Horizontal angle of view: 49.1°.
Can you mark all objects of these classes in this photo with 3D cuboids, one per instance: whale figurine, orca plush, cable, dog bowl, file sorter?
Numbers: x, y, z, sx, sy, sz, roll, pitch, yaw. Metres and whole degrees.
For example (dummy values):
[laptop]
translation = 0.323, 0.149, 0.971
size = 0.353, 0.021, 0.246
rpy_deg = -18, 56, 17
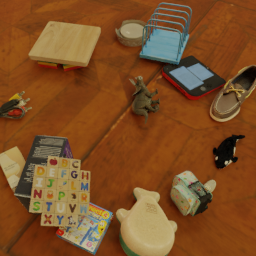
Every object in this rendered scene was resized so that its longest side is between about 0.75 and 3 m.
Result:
[whale figurine]
translation = 0.449, 2.615, 7.585
size = 1.712, 1.116, 2.151
rpy_deg = 14, 30, -8
[orca plush]
translation = 3.382, 0.645, 9.220
size = 1.577, 0.561, 0.830
rpy_deg = -34, 60, -23
[cable]
translation = -4.619, -0.513, 10.324
size = 2.168, 0.546, 1.053
rpy_deg = -28, 74, -5
[dog bowl]
translation = 0.219, -4.412, 13.089
size = 1.599, 0.469, 1.599
rpy_deg = 0, 53, 0
[file sorter]
translation = 1.676, -4.137, 12.063
size = 1.692, 1.496, 2.438
rpy_deg = 14, 48, 13

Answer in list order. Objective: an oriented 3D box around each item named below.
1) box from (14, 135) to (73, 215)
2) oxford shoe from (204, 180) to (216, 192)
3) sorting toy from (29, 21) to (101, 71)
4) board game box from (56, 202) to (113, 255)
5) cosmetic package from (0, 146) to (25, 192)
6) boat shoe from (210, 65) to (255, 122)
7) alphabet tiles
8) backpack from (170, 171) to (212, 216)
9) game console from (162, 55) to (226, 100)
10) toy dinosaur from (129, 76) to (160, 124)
[box]
translation = -2.325, 1.383, 8.121
size = 0.998, 1.416, 1.914
rpy_deg = 5, 56, 2
[oxford shoe]
translation = 2.389, 1.851, 8.521
size = 0.825, 0.238, 0.310
rpy_deg = -31, 57, -23
[sorting toy]
translation = -2.601, -3.441, 12.117
size = 2.414, 0.845, 2.429
rpy_deg = 9, 53, 6
[board game box]
translation = -1.187, 2.702, 7.814
size = 1.178, 0.329, 1.153
rpy_deg = 20, 56, 14
[cosmetic package]
translation = -3.492, 1.308, 8.771
size = 0.713, 0.482, 1.355
rpy_deg = -30, 59, -21
[boat shoe]
translation = 4.060, -1.360, 10.542
size = 1.032, 0.855, 2.872
rpy_deg = 36, 61, 24
[alphabet tiles]
translation = -1.693, 1.597, 7.195
size = 1.484, 0.056, 1.783
rpy_deg = 11, 59, -23
[backpack]
translation = 1.712, 1.853, 8.043
size = 0.877, 1.006, 1.145
rpy_deg = -16, 51, -16
[game console]
translation = 2.649, -2.120, 11.457
size = 1.875, 0.329, 2.120
rpy_deg = -29, 59, -20
[toy dinosaur]
translation = 0.586, -0.897, 10.385
size = 1.104, 0.831, 2.158
rpy_deg = -3, 59, 15
